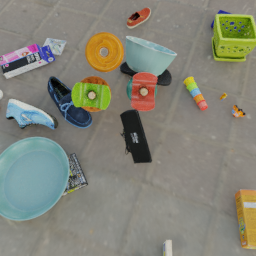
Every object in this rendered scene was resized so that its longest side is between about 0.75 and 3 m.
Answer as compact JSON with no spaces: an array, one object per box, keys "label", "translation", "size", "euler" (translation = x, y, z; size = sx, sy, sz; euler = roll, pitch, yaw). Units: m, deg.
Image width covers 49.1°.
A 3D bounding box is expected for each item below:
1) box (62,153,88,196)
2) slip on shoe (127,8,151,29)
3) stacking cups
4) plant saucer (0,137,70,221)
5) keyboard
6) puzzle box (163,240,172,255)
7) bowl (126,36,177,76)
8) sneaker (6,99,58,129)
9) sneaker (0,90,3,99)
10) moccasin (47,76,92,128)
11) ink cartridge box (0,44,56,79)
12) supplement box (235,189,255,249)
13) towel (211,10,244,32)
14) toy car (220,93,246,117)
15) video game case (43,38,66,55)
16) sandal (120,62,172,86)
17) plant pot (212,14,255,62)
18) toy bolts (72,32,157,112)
[{"label":"box","translation":[-2.057,1.587,9.685],"size":[0.993,0.274,1.239],"euler":[-23,63,-12]},{"label":"slip on shoe","translation":[0.545,-5.405,13.532],"size":[0.592,0.489,1.597],"euler":[39,66,21]},{"label":"stacking cups","translation":[2.783,-1.383,11.315],"size":[0.444,0.444,1.466],"euler":[-20,66,-11]},{"label":"plant saucer","translation":[-3.228,1.666,9.333],"size":[2.813,0.506,2.813],"euler":[-4,62,8]},{"label":"keyboard","translation":[0.245,0.288,9.720],"size":[1.016,1.953,0.387],"euler":[-6,16,35]},{"label":"puzzle box","translation":[1.145,3.932,8.024],"size":[0.162,0.848,1.275],"euler":[2,61,1]},{"label":"bowl","translation":[0.699,-2.585,10.373],"size":[1.958,1.024,1.958],"euler":[17,24,-8]},{"label":"sneaker","translation":[-3.652,-0.329,10.627],"size":[2.129,0.835,0.958],"euler":[20,84,11]},{"label":"sneaker","translation":[-5.863,-1.379,10.926],"size":[1.777,0.752,0.647],"euler":[-2,71,-21]},{"label":"moccasin","translation":[-2.376,-0.989,10.778],"size":[2.513,0.857,1.011],"euler":[41,66,16]},{"label":"ink cartridge box","translation":[-4.391,-3.001,12.186],"size":[2.241,0.416,1.061],"euler":[-23,63,-11]},{"label":"supplement box","translation":[3.816,2.848,8.800],"size":[0.591,0.571,1.718],"euler":[1,60,1]},{"label":"towel","translation":[4.859,-4.922,13.350],"size":[1.592,0.394,1.175],"euler":[27,71,14]},{"label":"toy car","translation":[4.126,-0.841,11.129],"size":[0.397,0.585,1.192],"euler":[-49,42,22]},{"label":"video game case","translation":[-3.392,-3.723,12.793],"size":[0.941,0.104,0.858],"euler":[11,61,6]},{"label":"sandal","translation":[0.779,-2.234,11.784],"size":[2.454,0.553,0.921],"euler":[23,56,29]},{"label":"plant pot","translation":[4.447,-3.783,12.049],"size":[1.602,1.461,1.610],"euler":[3,61,2]},{"label":"toy bolts","translation":[-0.331,-1.798,10.002],"size":[2.873,1.993,2.745],"euler":[9,101,-4]}]
